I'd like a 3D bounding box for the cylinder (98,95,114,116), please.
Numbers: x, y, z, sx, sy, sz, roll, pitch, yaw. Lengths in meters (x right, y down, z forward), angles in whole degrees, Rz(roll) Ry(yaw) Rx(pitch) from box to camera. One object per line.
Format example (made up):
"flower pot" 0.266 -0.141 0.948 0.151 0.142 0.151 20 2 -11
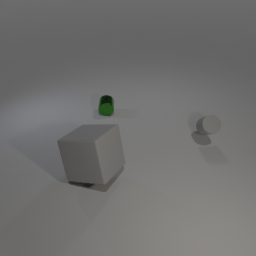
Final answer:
"cylinder" -0.982 -1.026 12.729 0.700 0.700 0.700 -1 38 -1

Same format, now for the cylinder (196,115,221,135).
"cylinder" 2.966 -0.103 10.351 0.700 0.700 0.700 -4 -5 -6

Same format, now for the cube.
"cube" -1.086 0.765 8.713 1.400 1.400 1.400 0 21 27
